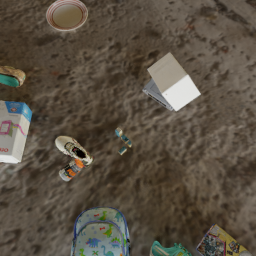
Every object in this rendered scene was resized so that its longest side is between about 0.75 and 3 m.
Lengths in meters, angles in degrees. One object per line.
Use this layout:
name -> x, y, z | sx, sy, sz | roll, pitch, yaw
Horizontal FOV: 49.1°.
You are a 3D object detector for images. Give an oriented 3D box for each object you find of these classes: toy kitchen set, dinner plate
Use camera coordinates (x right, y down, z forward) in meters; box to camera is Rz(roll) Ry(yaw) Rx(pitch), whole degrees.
toy kitchen set -> -0.330, 0.540, 11.264 | 0.675, 0.496, 0.842 | -42, 74, -15
dinner plate -> -3.000, -5.575, 13.853 | 2.030, 0.246, 2.030 | 0, 67, 1

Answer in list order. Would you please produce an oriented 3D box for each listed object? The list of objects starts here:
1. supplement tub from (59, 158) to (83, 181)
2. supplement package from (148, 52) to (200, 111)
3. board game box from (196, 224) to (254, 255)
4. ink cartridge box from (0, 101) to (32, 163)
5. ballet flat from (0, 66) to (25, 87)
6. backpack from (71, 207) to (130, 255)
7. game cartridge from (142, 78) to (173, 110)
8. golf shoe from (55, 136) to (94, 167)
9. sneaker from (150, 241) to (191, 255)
supplement tub -> -1.977, 1.453, 9.828 | 0.786, 0.482, 0.482 | -41, 72, 7
supplement package -> 1.692, -1.761, 10.541 | 1.118, 1.104, 1.843 | -35, 40, 14
board game box -> 3.408, 4.394, 9.827 | 1.702, 0.295, 1.153 | 40, 73, 14
ink cartridge box -> -4.989, 0.132, 11.167 | 1.654, 0.969, 2.288 | 4, 69, 1
ballet flat -> -5.793, -2.475, 12.391 | 2.656, 0.904, 0.893 | 18, 48, 2
backpack -> -0.905, 3.780, 9.375 | 2.003, 1.609, 2.189 | -1, 64, -4
game cartridge -> 1.565, -1.586, 12.235 | 1.590, 0.322, 1.060 | 37, 76, 13
golf shoe -> -2.134, 0.795, 11.012 | 1.837, 0.809, 0.709 | 31, 72, 13
sneaker -> 1.795, 4.395, 9.601 | 2.075, 0.804, 0.826 | 10, 60, 4
